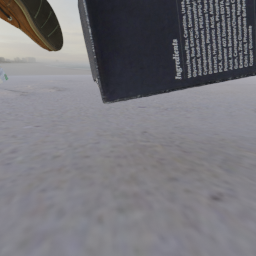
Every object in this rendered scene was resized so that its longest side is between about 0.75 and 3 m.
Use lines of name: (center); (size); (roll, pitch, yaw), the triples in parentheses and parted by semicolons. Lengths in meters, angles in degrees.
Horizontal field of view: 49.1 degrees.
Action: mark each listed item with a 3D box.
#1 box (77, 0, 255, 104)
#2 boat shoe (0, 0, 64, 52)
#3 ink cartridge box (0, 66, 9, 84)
box: (0.701, -1.666, 4.656); (2.854, 1.676, 2.807); (-12, 17, -7)
boat shoe: (-2.883, -3.226, 7.359); (1.016, 2.987, 1.075); (-9, 47, 26)
ink cartridge box: (-4.227, -1.808, 8.797); (0.384, 0.878, 0.638); (-23, 23, 2)
